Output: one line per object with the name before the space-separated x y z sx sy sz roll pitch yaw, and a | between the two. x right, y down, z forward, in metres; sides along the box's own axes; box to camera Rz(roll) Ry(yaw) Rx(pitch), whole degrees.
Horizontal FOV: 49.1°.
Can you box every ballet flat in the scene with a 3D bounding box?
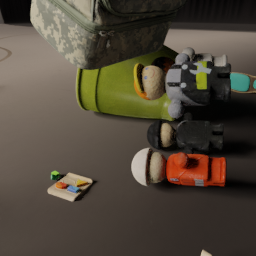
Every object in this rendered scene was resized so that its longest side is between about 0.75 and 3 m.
ballet flat | 4.393 -1.537 10.026 2.061 0.727 0.673 14 2 23

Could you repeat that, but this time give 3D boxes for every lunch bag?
lunch bag | -0.210 -2.677 5.156 2.840 2.382 1.979 -27 62 -41

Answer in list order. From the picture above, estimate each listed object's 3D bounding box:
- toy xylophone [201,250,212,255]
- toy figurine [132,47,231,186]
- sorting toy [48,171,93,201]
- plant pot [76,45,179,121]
toy xylophone | 1.003 1.811 2.856 1.282 0.322 0.938 16 29 31
toy figurine | 0.937 -0.241 5.060 1.602 2.267 2.303 2 23 17
sorting toy | -1.120 0.973 4.945 0.820 0.121 0.606 12 27 23
plant pot | 0.326 -1.345 7.593 2.522 2.619 2.619 19 28 11
